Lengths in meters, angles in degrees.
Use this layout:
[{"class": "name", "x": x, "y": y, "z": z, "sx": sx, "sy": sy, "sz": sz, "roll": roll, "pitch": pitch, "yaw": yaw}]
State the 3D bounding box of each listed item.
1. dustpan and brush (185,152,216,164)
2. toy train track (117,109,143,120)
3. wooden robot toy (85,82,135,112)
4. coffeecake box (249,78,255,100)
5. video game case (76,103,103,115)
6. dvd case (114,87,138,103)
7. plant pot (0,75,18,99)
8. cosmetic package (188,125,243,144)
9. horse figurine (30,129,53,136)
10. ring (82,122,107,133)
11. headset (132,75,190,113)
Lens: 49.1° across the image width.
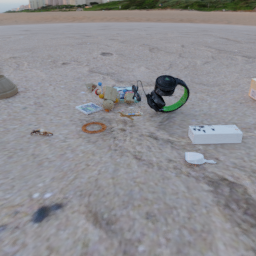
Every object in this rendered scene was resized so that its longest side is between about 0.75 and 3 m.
[{"class": "dustpan and brush", "x": 2.270, "y": 0.986, "z": 8.755, "sx": 0.947, "sy": 0.271, "sz": 0.661, "roll": -2, "pitch": 17, "yaw": 11}, {"class": "toy train track", "x": 0.117, "y": -0.586, "z": 11.105, "sx": 0.834, "sy": 0.236, "sz": 1.453, "roll": 27, "pitch": -14, "yaw": -31}, {"class": "wooden robot toy", "x": -0.863, "y": -1.242, "z": 12.627, "sx": 2.463, "sy": 1.118, "sz": 1.085, "roll": 12, "pitch": -12, "yaw": -35}, {"class": "coffeecake box", "x": 7.513, "y": -1.701, "z": 13.339, "sx": 2.573, "sy": 0.940, "sz": 1.975, "roll": -4, "pitch": 26, "yaw": -7}, {"class": "video game case", "x": -1.755, "y": -0.893, "z": 12.655, "sx": 0.862, "sy": 0.111, "sz": 0.948, "roll": -20, "pitch": 33, "yaw": -35}, {"class": "dvd case", "x": -0.164, "y": -1.718, "z": 14.216, "sx": 1.390, "sy": 0.210, "sz": 1.904, "roll": 0, "pitch": 26, "yaw": -1}, {"class": "plant pot", "x": -6.700, "y": -2.171, "z": 14.313, "sx": 1.899, "sy": 0.876, "sz": 1.899, "roll": -1, "pitch": 30, "yaw": 1}, {"class": "cosmetic package", "x": 3.109, "y": 0.217, "z": 10.040, "sx": 1.726, "sy": 0.437, "sz": 0.712, "roll": -1, "pitch": 27, "yaw": -3}, {"class": "horse figurine", "x": -3.240, "y": 0.168, "z": 10.378, "sx": 0.803, "sy": 0.200, "sz": 0.532, "roll": 8, "pitch": 15, "yaw": 28}, {"class": "ring", "x": -1.328, "y": -0.042, "z": 10.957, "sx": 0.972, "sy": 0.093, "sz": 0.972, "roll": 0, "pitch": 27, "yaw": 0}, {"class": "headset", "x": 1.358, "y": -1.295, "z": 11.454, "sx": 2.681, "sy": 1.656, "sz": 1.260, "roll": 11, "pitch": 42, "yaw": -27}]
